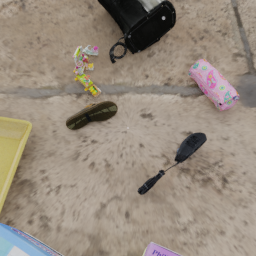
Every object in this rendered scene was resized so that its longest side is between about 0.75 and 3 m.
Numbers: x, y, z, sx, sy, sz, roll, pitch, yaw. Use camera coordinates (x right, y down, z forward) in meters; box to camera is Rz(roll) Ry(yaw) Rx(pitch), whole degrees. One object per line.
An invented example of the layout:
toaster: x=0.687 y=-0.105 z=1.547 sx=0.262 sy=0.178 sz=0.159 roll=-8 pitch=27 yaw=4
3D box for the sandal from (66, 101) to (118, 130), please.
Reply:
sandal: x=-1.083 y=-0.426 z=8.228 sx=1.580 sy=0.645 sz=0.431 roll=-24 pitch=44 yaw=-4

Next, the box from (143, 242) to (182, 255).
box: x=0.455 y=3.507 z=5.417 sx=1.011 sy=1.839 sz=2.091 roll=21 pitch=64 yaw=11

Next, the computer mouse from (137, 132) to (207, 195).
computer mouse: x=1.145 y=0.863 z=7.376 sx=2.442 sy=0.716 sz=0.416 roll=-36 pitch=72 yaw=-19

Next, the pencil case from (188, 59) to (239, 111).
pencil case: x=2.581 y=-1.294 z=8.497 sx=0.757 sy=0.757 sz=1.731 roll=-27 pitch=67 yaw=-13

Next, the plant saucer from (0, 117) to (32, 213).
plant saucer: x=-4.224 y=1.022 z=7.340 sx=2.909 sy=0.705 sz=2.908 roll=9 pitch=64 yaw=5

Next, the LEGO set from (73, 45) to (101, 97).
LEGO set: x=-1.339 y=-1.891 z=8.819 sx=0.875 sy=0.708 sz=1.902 roll=-5 pitch=63 yaw=-2

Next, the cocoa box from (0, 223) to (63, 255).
cocoa box: x=-2.373 y=3.684 z=5.250 sx=1.999 sy=1.967 sz=2.998 roll=27 pitch=66 yaw=13

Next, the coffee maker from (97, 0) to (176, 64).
coffee maker: x=-0.107 y=-3.962 z=9.308 sx=2.498 sy=1.752 sz=2.601 roll=-27 pitch=65 yaw=-13
